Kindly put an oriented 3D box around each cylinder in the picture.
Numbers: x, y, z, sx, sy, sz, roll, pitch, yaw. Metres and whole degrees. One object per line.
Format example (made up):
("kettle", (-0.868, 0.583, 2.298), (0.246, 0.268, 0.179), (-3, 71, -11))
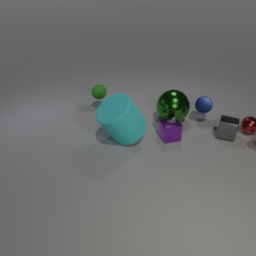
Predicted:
("cylinder", (-0.215, -0.321, 10.220), (1.400, 1.400, 1.400), (-19, 46, 21))
("cylinder", (3.205, -0.996, 11.859), (0.700, 0.700, 0.700), (8, 12, 14))

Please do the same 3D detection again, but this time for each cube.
("cube", (3.851, -0.008, 10.809), (0.700, 0.700, 0.700), (15, 28, 18))
("cube", (1.607, 0.086, 10.735), (0.700, 0.700, 0.700), (-8, 30, -13))

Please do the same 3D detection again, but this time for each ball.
("ball", (-1.342, -1.674, 12.984), (0.700, 0.700, 0.700), (0, 29, 0))
("ball", (4.829, -0.111, 11.087), (0.700, 0.700, 0.700), (0, 29, 0))
("ball", (1.900, -0.920, 11.831), (1.400, 1.400, 1.400), (0, 29, 0))
